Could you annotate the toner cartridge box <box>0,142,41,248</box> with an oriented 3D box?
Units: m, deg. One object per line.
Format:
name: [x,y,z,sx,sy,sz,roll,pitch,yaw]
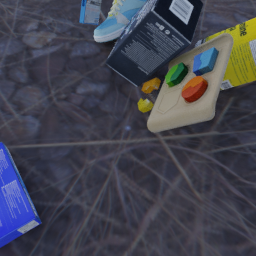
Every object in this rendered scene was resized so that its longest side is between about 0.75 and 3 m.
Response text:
toner cartridge box: [-2.679,1.332,5.849,0.961,0.437,2.023,-28,61,-17]

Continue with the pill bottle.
pill bottle: [3.041,-1.883,6.795,2.532,1.423,1.423,-15,50,31]

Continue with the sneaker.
sneaker: [-0.250,-3.817,8.386,2.533,1.653,1.007,-40,38,-16]

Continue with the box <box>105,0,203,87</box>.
box: [0.630,-2.387,7.147,1.167,2.179,1.618,33,56,-17]

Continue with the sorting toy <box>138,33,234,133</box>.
sorting toy: [0.982,-0.878,6.252,0.356,2.658,1.981,32,64,-27]

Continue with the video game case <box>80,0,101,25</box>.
video game case: [-0.961,-3.686,7.679,0.141,1.583,1.133,15,21,11]
